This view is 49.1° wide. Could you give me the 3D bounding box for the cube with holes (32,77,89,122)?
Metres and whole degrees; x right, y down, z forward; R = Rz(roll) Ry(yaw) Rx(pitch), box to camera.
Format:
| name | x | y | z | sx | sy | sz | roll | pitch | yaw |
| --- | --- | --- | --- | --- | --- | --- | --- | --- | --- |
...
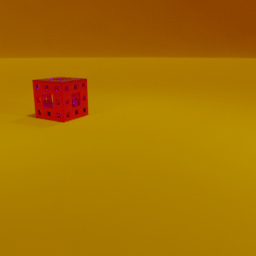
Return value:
| name | x | y | z | sx | sy | sz | roll | pitch | yaw |
| --- | --- | --- | --- | --- | --- | --- | --- | --- | --- |
| cube with holes | -2.422 | -1.090 | 10.204 | 1.367 | 1.367 | 1.367 | 9 | 18 | 28 |
